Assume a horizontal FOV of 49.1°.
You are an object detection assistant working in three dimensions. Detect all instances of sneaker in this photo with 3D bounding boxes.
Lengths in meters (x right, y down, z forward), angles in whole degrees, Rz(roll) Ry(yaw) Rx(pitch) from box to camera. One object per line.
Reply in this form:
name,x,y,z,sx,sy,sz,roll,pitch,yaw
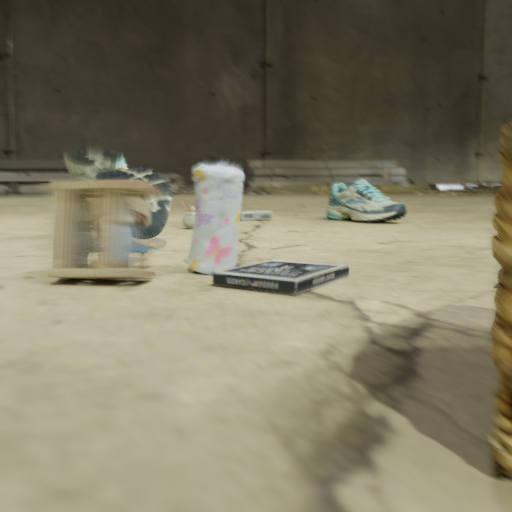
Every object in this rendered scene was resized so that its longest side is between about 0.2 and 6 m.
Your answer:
sneaker,-2.478,-0.905,10.301,1.287,1.432,3.317,-14,32,-29
sneaker,2.985,-1.562,15.735,1.085,1.207,2.796,-6,9,-37

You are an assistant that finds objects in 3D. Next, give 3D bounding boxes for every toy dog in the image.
toy dog,-1.218,-1.183,13.983,1.263,0.923,1.916,0,8,-3

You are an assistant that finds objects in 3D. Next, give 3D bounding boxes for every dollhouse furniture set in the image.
dollhouse furniture set,-1.611,-0.237,6.742,1.058,1.064,1.510,0,-5,9

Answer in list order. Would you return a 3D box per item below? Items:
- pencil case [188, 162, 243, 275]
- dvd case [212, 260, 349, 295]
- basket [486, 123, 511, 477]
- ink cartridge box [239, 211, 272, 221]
pencil case,-0.500,-0.441,6.814,0.607,1.338,0.556,4,18,-4
dvd case,0.315,0.216,6.330,1.030,0.169,1.370,5,7,31
basket,2.258,-0.063,2.374,1.847,1.770,2.480,5,9,38
ink cartridge box,-0.125,-1.166,16.625,0.946,0.292,1.166,-3,0,-14
